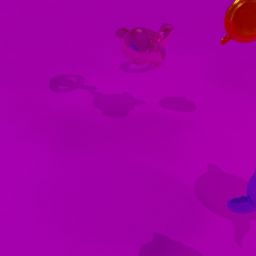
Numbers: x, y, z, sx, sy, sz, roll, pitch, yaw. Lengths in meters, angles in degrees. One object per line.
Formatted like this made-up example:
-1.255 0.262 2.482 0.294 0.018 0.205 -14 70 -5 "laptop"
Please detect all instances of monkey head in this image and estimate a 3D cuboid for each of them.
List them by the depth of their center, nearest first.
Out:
1.598 0.654 2.690 1.153 0.830 0.695 -20 25 47 "monkey head"
0.471 -2.123 6.815 1.082 1.292 1.796 23 14 -41 "monkey head"

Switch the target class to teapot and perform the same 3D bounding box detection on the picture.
2.684 -2.472 6.223 1.007 1.620 0.793 41 28 -7 "teapot"
